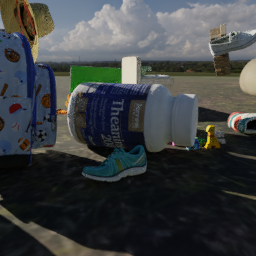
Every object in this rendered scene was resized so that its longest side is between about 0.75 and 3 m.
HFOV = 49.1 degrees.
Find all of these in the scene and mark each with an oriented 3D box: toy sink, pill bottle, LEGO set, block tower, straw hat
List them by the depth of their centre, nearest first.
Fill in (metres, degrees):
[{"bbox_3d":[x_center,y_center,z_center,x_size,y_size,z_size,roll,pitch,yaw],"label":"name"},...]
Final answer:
[{"bbox_3d":[0.147,-0.252,6.392,2.719,1.509,1.509,5,14,19],"label":"pill bottle"},{"bbox_3d":[1.787,0.178,6.666,1.326,0.544,0.506,-2,14,-9],"label":"LEGO set"},{"bbox_3d":[-2.476,-2.818,7.408,0.938,2.216,2.216,-28,27,-33],"label":"straw hat"},{"bbox_3d":[0.574,-1.039,8.433,1.195,2.132,1.390,-5,13,-18],"label":"toy sink"},{"bbox_3d":[3.393,-2.793,10.276,0.597,0.558,2.066,-5,-33,21],"label":"block tower"}]

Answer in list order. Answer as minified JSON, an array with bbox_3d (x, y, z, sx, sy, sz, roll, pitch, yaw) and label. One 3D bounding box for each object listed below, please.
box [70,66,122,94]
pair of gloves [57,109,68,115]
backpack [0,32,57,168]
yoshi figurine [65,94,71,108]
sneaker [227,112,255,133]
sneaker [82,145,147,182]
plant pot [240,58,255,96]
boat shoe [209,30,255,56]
[{"bbox_3d":[-1.220,-2.106,13.843,2.806,1.356,2.476,3,2,2],"label":"box"},{"bbox_3d":[-1.074,-0.689,9.353,2.019,0.280,2.266,-6,2,17],"label":"pair of gloves"},{"bbox_3d":[-2.593,-0.639,5.605,2.100,2.596,2.725,-12,16,-41],"label":"backpack"},{"bbox_3d":[-2.127,-1.214,12.504,1.278,0.716,0.718,2,-1,-34],"label":"yoshi figurine"},{"bbox_3d":[3.882,-0.121,7.927,1.919,0.675,0.897,-4,20,-8],"label":"sneaker"},{"bbox_3d":[-0.225,0.598,4.892,1.292,0.515,0.501,-11,16,-36],"label":"sneaker"},{"bbox_3d":[8.035,-2.559,15.727,2.315,2.315,2.472,-4,27,-15],"label":"plant pot"},{"bbox_3d":[1.750,-1.446,4.636,0.815,0.272,0.300,-20,43,28],"label":"boat shoe"}]
